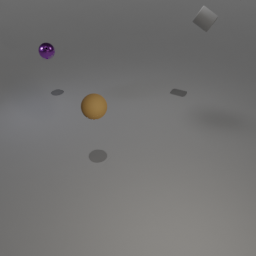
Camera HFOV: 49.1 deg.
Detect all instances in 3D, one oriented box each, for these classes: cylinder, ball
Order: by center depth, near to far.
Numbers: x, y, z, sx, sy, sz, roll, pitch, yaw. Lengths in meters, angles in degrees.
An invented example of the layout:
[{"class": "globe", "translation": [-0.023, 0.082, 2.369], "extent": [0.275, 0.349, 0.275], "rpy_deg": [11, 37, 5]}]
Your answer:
[{"class": "ball", "translation": [-0.903, -0.569, 7.462], "extent": [0.700, 0.700, 0.700], "rpy_deg": [0, 32, 0]}, {"class": "cylinder", "translation": [2.961, -4.189, 10.762], "extent": [0.700, 0.700, 0.700], "rpy_deg": [36, 37, -2]}, {"class": "ball", "translation": [-3.550, -3.369, 12.238], "extent": [0.700, 0.700, 0.700], "rpy_deg": [0, 32, 0]}]
